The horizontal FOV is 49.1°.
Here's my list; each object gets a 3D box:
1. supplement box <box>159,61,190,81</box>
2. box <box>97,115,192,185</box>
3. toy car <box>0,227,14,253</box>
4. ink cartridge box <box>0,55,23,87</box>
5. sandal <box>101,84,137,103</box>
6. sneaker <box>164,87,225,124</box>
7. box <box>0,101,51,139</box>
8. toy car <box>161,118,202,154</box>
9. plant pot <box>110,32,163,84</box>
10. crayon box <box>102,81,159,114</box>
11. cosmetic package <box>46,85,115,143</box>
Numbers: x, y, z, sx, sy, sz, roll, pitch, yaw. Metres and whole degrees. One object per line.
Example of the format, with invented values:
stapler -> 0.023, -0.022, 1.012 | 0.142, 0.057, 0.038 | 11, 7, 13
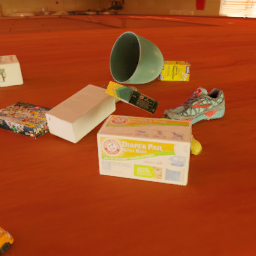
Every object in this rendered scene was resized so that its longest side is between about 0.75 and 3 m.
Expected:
supplement box -> 2.211, -2.758, 13.496 | 1.423, 0.774, 0.779 | 2, 27, 4
box -> 0.412, 0.474, 6.690 | 2.084, 1.172, 1.056 | 5, 28, 12
toy car -> -2.034, 2.068, 4.099 | 1.013, 0.687, 2.065 | -21, 33, -34
ink cartridge box -> -6.268, -2.575, 12.814 | 2.513, 1.056, 1.834 | -12, 29, -22
sandal -> -0.708, -1.370, 10.805 | 1.020, 0.733, 2.570 | 23, 35, 38
sneaker -> 2.189, -0.823, 9.291 | 2.347, 1.121, 0.931 | -13, 27, -25
box -> -3.290, -0.317, 9.122 | 2.001, 0.377, 1.367 | 14, 30, 25
toy car -> 1.058, 0.133, 8.174 | 1.957, 0.436, 1.842 | 1, 27, 2
plant pot -> 0.509, -2.985, 12.613 | 1.761, 2.194, 2.194 | 4, 20, -38
crayon box -> 0.032, -0.897, 7.903 | 0.964, 0.395, 1.533 | 21, 5, -37
cosmetic package -> -1.359, -0.501, 8.504 | 1.027, 0.721, 2.024 | 20, 41, 27
